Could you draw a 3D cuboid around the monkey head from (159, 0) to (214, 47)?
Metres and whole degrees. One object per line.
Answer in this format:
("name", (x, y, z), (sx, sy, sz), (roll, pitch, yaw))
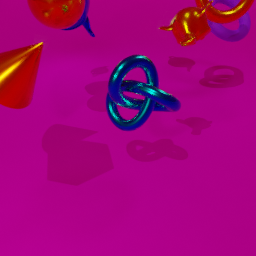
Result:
("monkey head", (1.058, -1.791, 4.966), (1.065, 0.642, 0.766), (-17, 19, 34))

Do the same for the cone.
("cone", (-1.921, -1.179, 5.131), (1.214, 1.210, 1.210), (-35, 23, 25))

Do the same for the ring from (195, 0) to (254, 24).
("ring", (2.517, -3.562, 7.200), (1.657, 1.657, 0.331), (-2, 20, -4))

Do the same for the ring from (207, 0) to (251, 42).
("ring", (3.019, -3.412, 8.566), (1.695, 0.339, 1.695), (6, 72, -18))

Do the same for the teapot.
("teapot", (-1.524, -2.976, 7.071), (1.278, 1.006, 2.055), (-23, -21, 26))

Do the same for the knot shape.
("knot shape", (0.155, -0.635, 4.949), (1.452, 1.358, 0.671), (-7, 43, 17))

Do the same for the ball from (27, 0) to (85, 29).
("ball", (-1.498, -2.695, 5.865), (1.186, 1.186, 1.186), (0, 33, 0))
